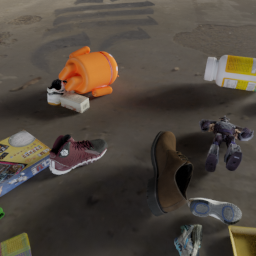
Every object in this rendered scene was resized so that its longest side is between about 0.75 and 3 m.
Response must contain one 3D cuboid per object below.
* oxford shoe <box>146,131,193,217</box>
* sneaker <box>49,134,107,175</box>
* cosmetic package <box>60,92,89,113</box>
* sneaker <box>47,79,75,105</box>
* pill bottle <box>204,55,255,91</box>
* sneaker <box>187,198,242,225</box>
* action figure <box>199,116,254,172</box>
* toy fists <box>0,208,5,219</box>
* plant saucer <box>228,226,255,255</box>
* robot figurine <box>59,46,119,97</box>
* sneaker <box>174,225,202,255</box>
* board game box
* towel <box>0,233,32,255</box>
[{"bbox_3d":[1.325,1.094,8.010,1.226,1.055,2.904,-24,36,26],"label":"oxford shoe"},{"bbox_3d":[-1.539,0.589,8.837,2.069,1.195,0.783,-27,45,-31],"label":"sneaker"},{"bbox_3d":[-2.204,-1.072,11.595,1.094,0.477,0.565,21,43,25],"label":"cosmetic package"},{"bbox_3d":[-2.864,-1.811,12.249,0.748,0.867,1.978,7,36,12],"label":"sneaker"},{"bbox_3d":[4.836,-2.528,12.712,2.540,1.432,1.432,11,39,15],"label":"pill bottle"},{"bbox_3d":[2.255,2.084,7.335,1.478,0.551,0.644,18,0,-6],"label":"sneaker"},{"bbox_3d":[3.268,0.318,9.439,1.808,0.964,2.779,5,34,17],"label":"action figure"},{"bbox_3d":[-3.658,2.346,7.320,0.397,0.268,0.778,23,44,27],"label":"toy fists"},{"bbox_3d":[2.904,2.824,6.743,0.872,0.211,0.872,4,38,4],"label":"plant saucer"},{"bbox_3d":[-1.620,-2.497,12.353,2.024,1.641,2.814,33,40,31],"label":"robot figurine"},{"bbox_3d":[1.367,2.863,6.551,0.602,0.541,1.394,1,29,22],"label":"sneaker"},{"bbox_3d":[-3.864,1.154,8.712,1.780,0.455,2.628,29,46,32],"label":"board game box"},{"bbox_3d":[-2.676,3.056,6.508,0.856,0.136,1.192,-17,41,-22],"label":"towel"}]
